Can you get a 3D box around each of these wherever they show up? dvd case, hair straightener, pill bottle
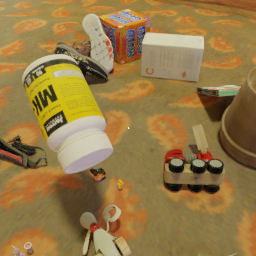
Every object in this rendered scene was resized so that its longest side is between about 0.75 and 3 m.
[{"bbox_3d":[3.951,-1.507,11.158,1.752,0.264,2.400,-5,12,-6],"label":"dvd case"},{"bbox_3d":[-3.901,0.532,9.402,2.933,0.600,1.129,15,43,17],"label":"hair straightener"},{"bbox_3d":[-1.267,-0.293,5.971,1.305,1.305,2.284,-20,71,-22],"label":"pill bottle"}]

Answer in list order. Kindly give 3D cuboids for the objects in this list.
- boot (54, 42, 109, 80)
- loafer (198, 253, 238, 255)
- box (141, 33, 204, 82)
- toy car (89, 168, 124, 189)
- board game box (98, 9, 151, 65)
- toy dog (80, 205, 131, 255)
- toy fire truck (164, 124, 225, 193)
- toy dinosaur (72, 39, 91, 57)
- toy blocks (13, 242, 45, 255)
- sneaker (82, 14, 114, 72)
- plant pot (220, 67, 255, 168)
[{"bbox_3d":[-2.310,-2.284,12.355,2.625,0.948,1.983,28,76,-23],"label":"boot"},{"bbox_3d":[1.827,3.109,6.418,1.650,0.621,0.575,-9,46,-10],"label":"loafer"},{"bbox_3d":[2.029,-3.304,13.007,2.687,1.671,1.310,8,42,9],"label":"box"},{"bbox_3d":[-0.696,1.576,8.371,1.077,0.359,0.529,29,24,33],"label":"toy car"},{"bbox_3d":[-0.174,-4.757,14.491,1.908,1.907,1.909,-26,47,-27],"label":"board game box"},{"bbox_3d":[-0.568,2.822,6.802,1.160,0.847,1.759,-14,29,-5],"label":"toy dog"},{"bbox_3d":[1.965,0.865,8.714,1.706,1.247,1.938,1,30,2],"label":"toy fire truck"},{"bbox_3d":[-2.080,-3.804,13.675,0.939,1.483,2.187,0,41,9],"label":"toy dinosaur"},{"bbox_3d":[-2.362,3.091,6.388,0.764,0.688,0.818,26,47,26],"label":"toy blocks"},{"bbox_3d":[-1.261,-4.096,13.775,1.140,2.958,1.211,-17,-5,14],"label":"sneaker"},{"bbox_3d":[4.482,-0.566,8.775,2.895,2.512,2.895,-6,50,7],"label":"plant pot"}]
